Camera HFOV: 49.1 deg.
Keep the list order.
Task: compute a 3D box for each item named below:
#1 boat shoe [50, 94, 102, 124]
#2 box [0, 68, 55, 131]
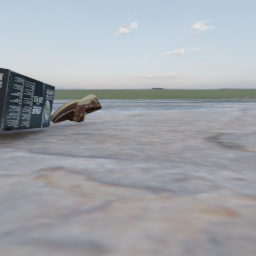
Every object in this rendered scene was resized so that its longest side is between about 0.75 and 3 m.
[{"bbox_3d":[-1.628,-0.512,9.142,1.888,0.679,0.681,-30,-11,-43],"label":"boat shoe"},{"bbox_3d":[-3.371,-0.752,6.728,2.358,1.240,2.880,9,2,2],"label":"box"}]
